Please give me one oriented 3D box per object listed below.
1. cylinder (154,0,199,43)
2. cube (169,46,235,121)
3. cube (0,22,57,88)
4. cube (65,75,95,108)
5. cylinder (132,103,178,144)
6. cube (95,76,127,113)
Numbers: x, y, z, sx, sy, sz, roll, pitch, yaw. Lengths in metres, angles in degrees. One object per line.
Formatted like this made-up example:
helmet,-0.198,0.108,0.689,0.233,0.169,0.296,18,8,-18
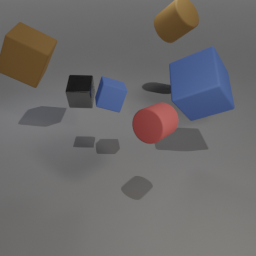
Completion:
cylinder,2.074,-4.624,12.076,1.400,1.400,1.400,-27,2,-39
cube,2.183,-1.258,8.342,1.400,1.400,1.400,-17,57,30
cube,-3.449,-2.512,9.636,1.400,1.400,1.400,24,33,-16
cube,-1.382,-1.067,8.237,0.700,0.700,0.700,2,54,2
cylinder,0.555,-0.110,5.614,0.700,0.700,0.700,18,23,29
cube,-0.491,-0.954,7.924,0.700,0.700,0.700,14,25,-16
